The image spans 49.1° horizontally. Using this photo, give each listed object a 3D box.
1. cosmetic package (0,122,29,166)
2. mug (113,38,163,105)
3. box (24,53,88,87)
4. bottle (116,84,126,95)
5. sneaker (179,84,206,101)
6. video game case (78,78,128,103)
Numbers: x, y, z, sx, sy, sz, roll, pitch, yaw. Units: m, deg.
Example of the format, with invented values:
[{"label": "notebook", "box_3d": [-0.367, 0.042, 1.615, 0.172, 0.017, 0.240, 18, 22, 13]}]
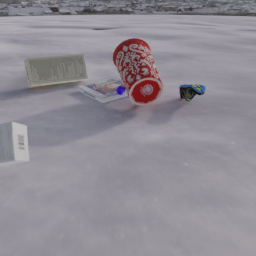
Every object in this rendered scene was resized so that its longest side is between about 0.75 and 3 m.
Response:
[{"label": "cosmetic package", "box_3d": [-2.549, 0.369, 5.142, 1.293, 0.730, 0.525, -9, -10, 9]}, {"label": "mug", "box_3d": [0.477, -1.617, 8.578, 1.674, 1.258, 1.886, 22, 35, -34]}, {"label": "box", "box_3d": [-2.601, -2.108, 10.215, 2.066, 0.981, 0.803, -11, 7, -26]}, {"label": "bottle", "box_3d": [-0.037, -1.362, 9.125, 0.255, 0.326, 0.780, 43, 55, 12]}, {"label": "sneaker", "box_3d": [1.975, -1.080, 8.620, 0.454, 0.531, 1.281, -1, 7, -18]}, {"label": "video game case", "box_3d": [-0.647, -1.351, 9.707, 1.658, 0.191, 1.511, -20, 34, -35]}]
